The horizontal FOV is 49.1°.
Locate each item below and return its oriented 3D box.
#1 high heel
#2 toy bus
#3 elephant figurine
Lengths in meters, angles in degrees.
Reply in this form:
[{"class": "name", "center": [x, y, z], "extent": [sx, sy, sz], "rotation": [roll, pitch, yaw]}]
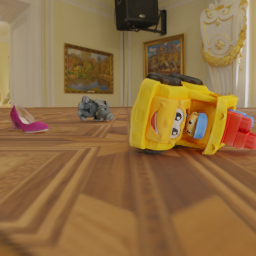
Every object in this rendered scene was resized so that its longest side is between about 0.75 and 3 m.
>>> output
[{"class": "high heel", "center": [-3.288, -0.344, 9.327], "extent": [1.917, 0.920, 0.646], "rotation": [5, 8, 44]}, {"class": "toy bus", "center": [1.398, -0.116, 5.480], "extent": [2.166, 1.531, 2.256], "rotation": [22, 18, 29]}, {"class": "elephant figurine", "center": [-1.427, -0.804, 13.903], "extent": [1.922, 1.491, 1.360], "rotation": [11, -36, 9]}]
